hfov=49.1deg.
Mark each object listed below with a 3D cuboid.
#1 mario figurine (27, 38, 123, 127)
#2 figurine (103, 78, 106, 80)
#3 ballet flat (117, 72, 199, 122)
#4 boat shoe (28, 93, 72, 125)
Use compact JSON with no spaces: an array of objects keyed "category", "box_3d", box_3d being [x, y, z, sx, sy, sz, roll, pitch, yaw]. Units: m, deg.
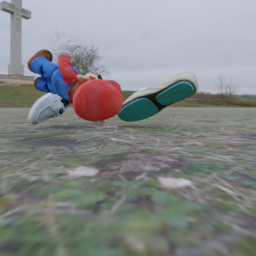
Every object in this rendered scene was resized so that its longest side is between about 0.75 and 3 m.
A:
[{"category":"mario figurine","box_3d":[-0.593,-0.567,3.608,1.458,0.773,0.900,29,-4,32]},{"category":"figurine","box_3d":[-0.630,-0.772,7.584,0.371,0.841,0.862,-8,-26,-13]},{"category":"ballet flat","box_3d":[0.821,-0.920,8.067,2.604,0.905,0.905,-20,-6,32]},{"category":"boat shoe","box_3d":[-2.010,-0.634,7.803,0.620,0.607,1.741,23,48,19]}]
